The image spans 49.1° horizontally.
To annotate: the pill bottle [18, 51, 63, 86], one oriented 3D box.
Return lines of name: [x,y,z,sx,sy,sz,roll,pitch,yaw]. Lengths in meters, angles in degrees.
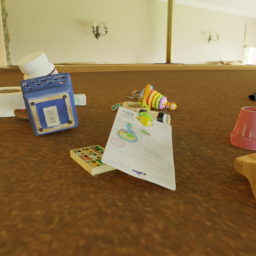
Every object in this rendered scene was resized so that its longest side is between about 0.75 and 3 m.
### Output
pill bottle: [-3.692,-2.004,12.514,1.443,2.527,1.443,-16,34,12]

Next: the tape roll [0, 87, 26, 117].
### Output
tape roll: [-5.691,-1.300,13.332,2.808,0.982,2.808,0,17,0]

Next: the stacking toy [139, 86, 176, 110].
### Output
stacking toy: [1.536,-1.291,13.809,1.821,1.057,0.999,24,29,24]

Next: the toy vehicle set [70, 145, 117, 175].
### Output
toy vehicle set: [-0.875,0.823,7.562,0.891,0.190,1.433,-10,19,-32]

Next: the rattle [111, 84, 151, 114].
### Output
rattle: [0.073,-1.370,13.034,1.291,1.417,1.983,-32,37,-29]

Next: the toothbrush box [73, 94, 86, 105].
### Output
toothbrush box: [-2.837,-1.518,14.979,1.105,0.471,0.809,-4,17,-13]

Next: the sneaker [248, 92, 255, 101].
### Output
sneaker: [7.613,-1.716,15.691,0.817,0.575,1.537,-20,17,-36]

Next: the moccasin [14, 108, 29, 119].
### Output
moccasin: [-3.664,-0.823,11.624,2.074,0.801,0.759,-6,24,-4]

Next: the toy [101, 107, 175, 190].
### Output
toy: [0.290,0.522,7.269,1.699,0.697,2.951,21,31,-5]

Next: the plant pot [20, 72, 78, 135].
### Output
plant pot: [-2.769,-0.805,10.069,1.826,1.826,1.641,-13,29,-13]

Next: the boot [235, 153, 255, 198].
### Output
boot: [3.516,0.996,5.817,1.915,0.833,2.303,-1,13,2]

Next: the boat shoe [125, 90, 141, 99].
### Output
boat shoe: [0.479,-2.011,16.616,1.366,0.491,0.517,8,18,26]

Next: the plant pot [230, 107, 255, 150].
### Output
plant pot: [3.929,-0.037,8.803,1.275,1.141,1.275,0,16,0]

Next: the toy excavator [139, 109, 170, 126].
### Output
toy excavator: [0.953,-0.043,9.443,0.866,1.734,1.686,8,63,21]
